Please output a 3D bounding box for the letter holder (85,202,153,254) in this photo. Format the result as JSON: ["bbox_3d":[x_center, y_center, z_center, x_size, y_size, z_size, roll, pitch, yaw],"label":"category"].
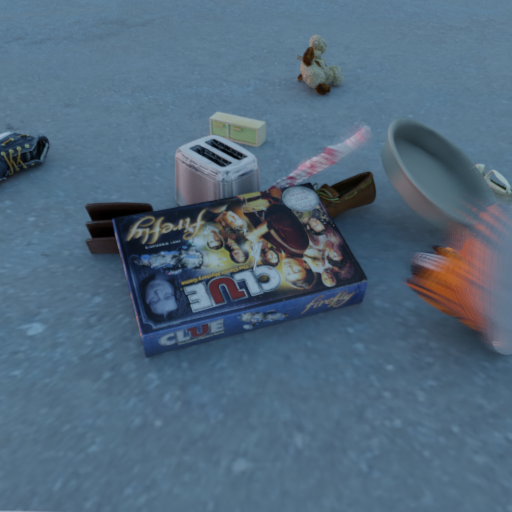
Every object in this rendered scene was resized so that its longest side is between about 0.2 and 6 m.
[{"bbox_3d":[-2.757,-0.566,11.387,1.363,0.969,0.685,0,60,0],"label":"letter holder"}]

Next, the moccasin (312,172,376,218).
[{"bbox_3d":[1.607,-1.278,12.387,2.272,0.877,0.831,-18,37,-7],"label":"moccasin"}]

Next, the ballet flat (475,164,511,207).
[{"bbox_3d":[5.431,-1.748,13.224,0.640,0.710,1.886,-18,41,-25],"label":"ballet flat"}]

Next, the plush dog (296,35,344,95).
[{"bbox_3d":[1.882,-6.023,18.208,1.449,1.806,1.551,-26,21,21],"label":"plush dog"}]

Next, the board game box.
[{"bbox_3d":[-0.359,0.090,10.481,4.090,0.708,2.771,-13,52,-16],"label":"board game box"}]

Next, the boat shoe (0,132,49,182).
[{"bbox_3d":[-6.103,-2.400,13.856,1.169,0.911,2.576,-1,36,6],"label":"boat shoe"}]

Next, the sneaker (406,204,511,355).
[{"bbox_3d":[3.189,0.263,8.739,1.906,3.402,1.320,31,71,38],"label":"sneaker"}]

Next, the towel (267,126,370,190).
[{"bbox_3d":[1.275,-2.008,12.024,2.210,0.331,1.617,-25,10,46],"label":"towel"}]

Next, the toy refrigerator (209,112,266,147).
[{"bbox_3d":[-0.528,-3.503,15.553,1.525,0.579,0.534,18,42,20],"label":"toy refrigerator"}]

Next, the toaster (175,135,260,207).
[{"bbox_3d":[-0.807,-1.573,12.310,1.382,1.571,2.433,-29,47,-30],"label":"toaster"}]

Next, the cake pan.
[{"bbox_3d":[3.772,-1.629,11.724,2.952,0.541,2.952,21,45,-23],"label":"cake pan"}]
